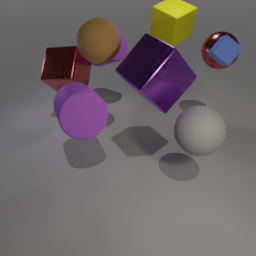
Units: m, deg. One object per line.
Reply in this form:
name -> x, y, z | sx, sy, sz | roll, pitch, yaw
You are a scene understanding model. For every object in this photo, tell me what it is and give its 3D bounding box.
cylinder -> -0.976, -3.468, 12.044 | 1.400, 1.400, 1.400 | -28, 18, -38
cube -> 3.185, -2.537, 9.227 | 0.700, 0.700, 0.700 | 37, 11, -6
cylinder -> -1.440, -0.542, 8.352 | 1.400, 1.400, 1.400 | -11, 23, -17
cube -> -2.454, -2.317, 11.327 | 1.400, 1.400, 1.400 | 2, -14, 17
ball -> 3.507, -2.940, 10.656 | 1.400, 1.400, 1.400 | 0, 31, 0
cube -> 0.783, -1.534, 7.938 | 1.400, 1.400, 1.400 | -49, 46, 6
ball -> -0.919, -2.752, 8.901 | 1.400, 1.400, 1.400 | 0, 31, 0
cube -> 2.009, -4.767, 12.563 | 1.400, 1.400, 1.400 | -36, 60, -27
ball -> 1.981, 0.073, 7.773 | 1.400, 1.400, 1.400 | 0, 31, 0
